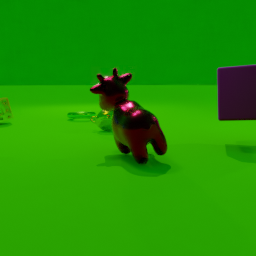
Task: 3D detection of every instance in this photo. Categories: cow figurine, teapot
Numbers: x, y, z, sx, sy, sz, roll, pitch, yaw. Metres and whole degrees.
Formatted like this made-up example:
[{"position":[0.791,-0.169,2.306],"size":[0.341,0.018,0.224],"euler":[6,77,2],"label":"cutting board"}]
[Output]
[{"position":[-0.011,-0.288,5.231],"size":[0.909,1.630,1.657],"euler":[-24,18,-15],"label":"cow figurine"},{"position":[-0.545,-0.278,8.087],"size":[1.121,0.697,0.549],"euler":[-5,47,4],"label":"teapot"}]

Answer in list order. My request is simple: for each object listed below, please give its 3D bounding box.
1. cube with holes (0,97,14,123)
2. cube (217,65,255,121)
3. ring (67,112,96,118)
[{"position":[-4.364,-0.577,9.377],"size":[0.733,0.733,0.733],"euler":[-19,16,-30],"label":"cube with holes"},{"position":[2.504,-0.715,6.017],"size":[1.090,1.090,1.090],"euler":[-1,2,19],"label":"cube"},{"position":[-1.757,-0.493,10.622],"size":[1.091,0.218,1.091],"euler":[-2,3,0],"label":"ring"}]
